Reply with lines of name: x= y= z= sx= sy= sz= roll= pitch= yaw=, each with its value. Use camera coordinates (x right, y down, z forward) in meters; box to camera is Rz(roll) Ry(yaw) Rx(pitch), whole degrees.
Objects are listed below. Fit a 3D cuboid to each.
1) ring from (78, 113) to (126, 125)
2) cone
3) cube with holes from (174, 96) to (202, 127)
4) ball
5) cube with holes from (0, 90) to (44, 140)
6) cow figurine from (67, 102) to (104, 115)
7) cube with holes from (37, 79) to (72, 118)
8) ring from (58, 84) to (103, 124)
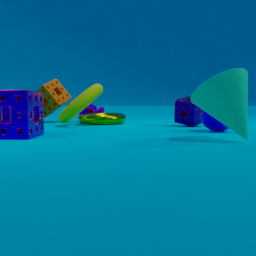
ring: x=-0.934 y=-0.350 z=10.186 sx=1.733 sy=0.347 sz=1.733 roll=-1 pitch=6 yaw=0
cone: x=1.973 y=-0.296 z=5.304 sx=1.173 sy=1.177 sz=1.173 roll=-18 pitch=-22 yaw=-7
cube with holes: x=1.995 y=-0.538 z=8.915 sx=0.732 sy=0.732 sz=0.732 roll=-19 pitch=26 yaw=-41
ball: x=2.324 y=-0.385 z=7.209 sx=0.956 sy=0.956 sz=0.956 roll=0 pitch=5 yaw=0
cube with holes: x=-2.449 y=-0.297 z=6.002 sx=0.979 sy=0.979 sz=0.979 roll=0 pitch=5 yaw=2
cow figurine: x=-1.785 y=-0.640 z=11.228 sx=1.350 sy=1.328 sz=0.741 roll=42 pitch=9 yaw=-11
cube with holes: x=-3.031 y=-1.177 z=10.960 sx=0.953 sy=0.953 sz=0.953 roll=-33 pitch=10 yaw=28
ring: x=-1.538 y=-0.794 z=9.135 sx=1.794 sy=0.359 sz=1.794 roll=-40 pitch=7 yaw=6
